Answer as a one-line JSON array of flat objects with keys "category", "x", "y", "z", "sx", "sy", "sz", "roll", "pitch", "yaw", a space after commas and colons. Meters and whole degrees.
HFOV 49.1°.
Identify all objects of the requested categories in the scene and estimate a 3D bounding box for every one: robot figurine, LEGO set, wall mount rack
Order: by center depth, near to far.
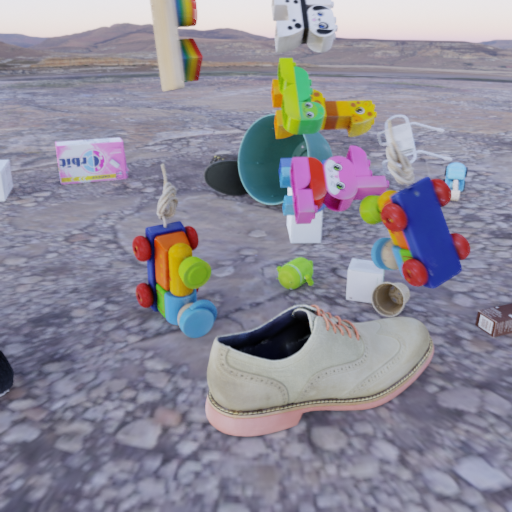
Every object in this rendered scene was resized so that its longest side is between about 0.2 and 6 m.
[{"category": "LEGO set", "x": 1.239, "y": -2.208, "z": 9.124, "sx": 1.747, "sy": 1.624, "sz": 4.258, "roll": -2, "pitch": 65, "yaw": -5}, {"category": "wall mount rack", "x": 2.781, "y": -1.970, "z": 9.940, "sx": 1.157, "sy": 0.496, "sz": 1.331, "roll": -13, "pitch": 51, "yaw": 18}, {"category": "robot figurine", "x": 0.721, "y": 0.317, "z": 10.208, "sx": 0.712, "sy": 0.469, "sz": 0.811, "roll": 16, "pitch": 28, "yaw": 33}]

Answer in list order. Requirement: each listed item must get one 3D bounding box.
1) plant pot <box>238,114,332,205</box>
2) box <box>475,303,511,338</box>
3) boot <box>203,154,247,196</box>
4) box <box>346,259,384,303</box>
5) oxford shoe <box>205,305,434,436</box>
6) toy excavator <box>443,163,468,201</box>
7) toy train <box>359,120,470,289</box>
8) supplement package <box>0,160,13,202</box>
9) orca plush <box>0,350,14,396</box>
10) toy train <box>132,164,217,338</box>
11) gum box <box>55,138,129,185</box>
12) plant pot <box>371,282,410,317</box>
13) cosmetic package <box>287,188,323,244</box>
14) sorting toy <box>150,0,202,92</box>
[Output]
[{"category": "plant pot", "x": 0.943, "y": -2.434, "z": 14.590, "sx": 2.242, "sy": 2.242, "sz": 1.799, "roll": 19, "pitch": 15, "yaw": 37}, {"category": "box", "x": 3.949, "y": 1.002, "z": 8.847, "sx": 0.828, "sy": 0.310, "sz": 0.415, "roll": -7, "pitch": 24, "yaw": -21}, {"category": "boot", "x": -0.707, "y": -2.484, "z": 16.241, "sx": 2.752, "sy": 0.953, "sz": 2.396, "roll": -4, "pitch": 21, "yaw": -33}, {"category": "box", "x": 1.904, "y": 0.438, "z": 9.753, "sx": 0.604, "sy": 0.601, "sz": 0.518, "roll": 8, "pitch": 25, "yaw": 17}, {"category": "oxford shoe", "x": 0.971, "y": 1.220, "z": 7.145, "sx": 3.370, "sy": 1.244, "sz": 1.193, "roll": -13, "pitch": 27, "yaw": -27}, {"category": "toy excavator", "x": 5.406, "y": -2.014, "z": 15.243, "sx": 0.613, "sy": 1.192, "sz": 1.226, "roll": 8, "pitch": -3, "yaw": 17}, {"category": "toy train", "x": 1.797, "y": -0.683, "z": 7.332, "sx": 0.917, "sy": 2.167, "sz": 1.254, "roll": -28, "pitch": 13, "yaw": -18}, {"category": "supplement package", "x": -7.156, "y": -2.046, "z": 15.168, "sx": 0.800, "sy": 0.831, "sz": 1.461, "roll": -4, "pitch": 23, "yaw": -13}, {"category": "orca plush", "x": -5.166, "y": 1.291, "z": 6.774, "sx": 3.961, "sy": 1.408, "sz": 2.084, "roll": 0, "pitch": 24, "yaw": 1}, {"category": "toy train", "x": -1.178, "y": -0.029, "z": 8.594, "sx": 1.038, "sy": 2.452, "sz": 1.419, "roll": -14, "pitch": 32, "yaw": -29}, {"category": "gum box", "x": -4.814, "y": -2.823, "z": 16.558, "sx": 2.002, "sy": 1.136, "sz": 0.662, "roll": -8, "pitch": 25, "yaw": -18}, {"category": "plant pot", "x": 2.295, "y": 0.678, "z": 9.367, "sx": 0.581, "sy": 0.581, "sz": 0.532, "roll": 16, "pitch": 17, "yaw": 32}, {"category": "cosmetic package", "x": 1.065, "y": -1.001, "z": 12.366, "sx": 0.707, "sy": 1.149, "sz": 1.146, "roll": 1, "pitch": 24, "yaw": -2}, {"category": "sorting toy", "x": -0.875, "y": -2.429, "z": 6.270, "sx": 0.377, "sy": 1.082, "sz": 1.076, "roll": -10, "pitch": 17, "yaw": -14}]
